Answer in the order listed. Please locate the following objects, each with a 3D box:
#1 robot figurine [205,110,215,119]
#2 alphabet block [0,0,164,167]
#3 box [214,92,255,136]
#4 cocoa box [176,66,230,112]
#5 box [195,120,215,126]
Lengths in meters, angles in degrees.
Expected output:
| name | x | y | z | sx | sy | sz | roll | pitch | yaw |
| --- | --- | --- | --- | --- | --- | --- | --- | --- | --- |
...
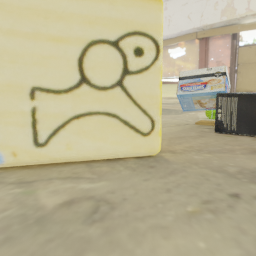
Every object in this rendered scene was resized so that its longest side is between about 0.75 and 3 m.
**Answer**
| name | x | y | z | sx | sy | sz | roll | pitch | yaw |
| --- | --- | --- | --- | --- | --- | --- | --- | --- | --- |
| robot figurine | 3.647 | -0.643 | 11.632 | 0.925 | 0.535 | 0.812 | 1 | 8 | 5 |
| alphabet block | -1.207 | -0.968 | 5.664 | 2.953 | 2.885 | 2.900 | -2 | 10 | -19 |
| box | 3.849 | -0.447 | 7.992 | 1.996 | 1.141 | 2.192 | 8 | 11 | 37 |
| cocoa box | 2.554 | -1.276 | 9.447 | 1.596 | 1.047 | 1.064 | -2 | -32 | 25 |
| box | 2.926 | -0.175 | 9.838 | 0.945 | 0.101 | 0.773 | 5 | 10 | 31 |
